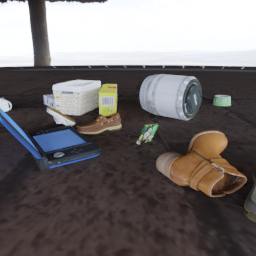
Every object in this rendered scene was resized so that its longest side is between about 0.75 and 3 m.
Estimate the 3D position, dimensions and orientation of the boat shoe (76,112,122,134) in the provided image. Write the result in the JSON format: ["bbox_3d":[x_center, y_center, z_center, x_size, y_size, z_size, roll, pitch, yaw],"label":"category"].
[{"bbox_3d":[-1.020,-0.182,9.763,1.798,0.607,0.647,-12,20,-36],"label":"boat shoe"}]

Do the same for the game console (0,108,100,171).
[{"bbox_3d":[-2.343,-0.100,7.629,2.322,1.610,2.721,-13,21,-27],"label":"game console"}]

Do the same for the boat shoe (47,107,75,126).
[{"bbox_3d":[-2.314,-0.303,9.474,1.136,0.394,0.402,34,9,-36],"label":"boat shoe"}]

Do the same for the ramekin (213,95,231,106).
[{"bbox_3d":[4.837,-1.423,14.402,0.904,0.441,0.904,0,16,0],"label":"ramekin"}]

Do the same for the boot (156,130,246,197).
[{"bbox_3d":[1.897,0.779,6.150,2.149,0.792,1.663,-23,23,-26],"label":"boot"}]

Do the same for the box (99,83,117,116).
[{"bbox_3d":[-0.883,-1.344,12.954,0.748,1.123,2.984,0,15,0],"label":"box"}]

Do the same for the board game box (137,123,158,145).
[{"bbox_3d":[0.560,0.155,7.801,0.126,0.565,1.078,27,11,17],"label":"board game box"}]

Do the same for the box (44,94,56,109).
[{"bbox_3d":[-3.546,-1.358,14.105,0.935,0.482,1.603,-10,19,-32],"label":"box"}]

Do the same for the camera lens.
[{"bbox_3d":[1.811,-1.316,11.618,2.189,1.751,1.751,14,21,38],"label":"camera lens"}]

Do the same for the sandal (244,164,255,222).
[{"bbox_3d":[2.912,0.967,5.460,1.143,0.763,2.796,11,19,34],"label":"sandal"}]

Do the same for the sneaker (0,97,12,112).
[{"bbox_3d":[-5.912,-1.189,13.180,1.627,0.655,1.191,-1,19,16],"label":"sneaker"}]

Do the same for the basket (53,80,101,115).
[{"bbox_3d":[-2.271,-1.438,12.885,1.440,1.310,2.124,6,18,19],"label":"basket"}]
